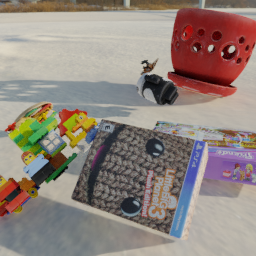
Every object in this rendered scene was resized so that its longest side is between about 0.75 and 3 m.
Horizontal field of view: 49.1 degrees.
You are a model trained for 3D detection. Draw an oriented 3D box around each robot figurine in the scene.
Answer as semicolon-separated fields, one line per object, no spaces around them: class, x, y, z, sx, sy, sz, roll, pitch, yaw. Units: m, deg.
robot figurine;0.867;-1.169;8.507;1.307;0.982;0.816;29;36;29

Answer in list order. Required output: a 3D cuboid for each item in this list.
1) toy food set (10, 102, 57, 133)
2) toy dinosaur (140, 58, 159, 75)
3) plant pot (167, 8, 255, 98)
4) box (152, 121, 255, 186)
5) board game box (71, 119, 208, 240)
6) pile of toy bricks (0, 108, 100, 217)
toy food set;-2.278;-0.237;6.831;1.156;0.284;1.168;-40;-6;1
toy dinosaur;0.880;-2.496;11.500;0.942;0.481;0.640;-26;40;-12
plant pot;2.799;-2.585;9.864;2.839;2.585;2.839;12;18;-4
box;1.709;0.456;6.025;2.625;0.513;1.796;7;20;17
board game box;0.228;0.759;4.282;1.676;0.812;1.336;12;72;21
pile of toy bricks;-1.506;0.300;4.709;1.143;1.285;2.316;44;66;3
